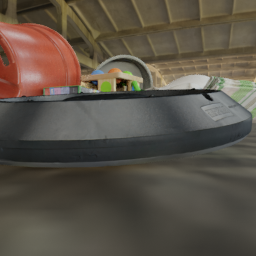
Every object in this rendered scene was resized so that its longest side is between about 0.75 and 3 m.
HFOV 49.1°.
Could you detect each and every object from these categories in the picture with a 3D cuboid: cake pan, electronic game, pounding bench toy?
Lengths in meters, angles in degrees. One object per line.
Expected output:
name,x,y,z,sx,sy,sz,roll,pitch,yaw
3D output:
cake pan,-0.313,-1.218,9.173,2.406,2.406,0.441,-1,25,-30
electronic game,-0.144,-0.055,1.865,1.782,0.371,1.782,-3,9,0
pounding bench toy,-0.095,-0.768,7.398,2.003,1.562,1.244,1,1,31

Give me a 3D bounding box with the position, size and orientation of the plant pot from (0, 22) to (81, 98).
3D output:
plant pot,-2.772,-1.152,6.280,2.793,2.793,2.716,0,10,6

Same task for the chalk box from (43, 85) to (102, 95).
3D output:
chalk box,-1.195,-0.400,5.938,0.897,0.901,1.449,0,0,23

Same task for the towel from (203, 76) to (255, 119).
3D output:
towel,3.140,-0.728,8.616,2.861,0.439,2.135,0,-31,-26

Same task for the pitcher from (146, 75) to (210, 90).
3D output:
pitcher,2.004,-0.943,9.182,2.942,1.784,2.524,-8,-7,-28
